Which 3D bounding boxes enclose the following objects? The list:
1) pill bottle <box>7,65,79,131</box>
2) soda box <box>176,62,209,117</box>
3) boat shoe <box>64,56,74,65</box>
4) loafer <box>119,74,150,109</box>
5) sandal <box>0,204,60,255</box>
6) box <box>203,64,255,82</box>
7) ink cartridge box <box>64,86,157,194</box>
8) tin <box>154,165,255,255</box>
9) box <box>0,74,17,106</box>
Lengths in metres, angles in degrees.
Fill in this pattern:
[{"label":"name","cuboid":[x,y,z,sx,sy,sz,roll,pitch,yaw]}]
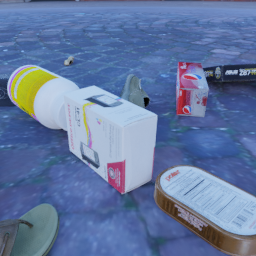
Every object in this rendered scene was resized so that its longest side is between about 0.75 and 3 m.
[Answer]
[{"label":"pill bottle","cuboid":[-2.382,-0.895,8.479,1.512,1.512,2.900,-23,36,-36]},{"label":"soda box","cuboid":[2.237,-1.503,10.111,0.939,1.037,2.962,4,29,7]},{"label":"boat shoe","cuboid":[-2.994,-3.459,14.567,0.295,0.326,0.916,14,38,11]},{"label":"loafer","cuboid":[0.182,-0.867,9.209,0.950,1.026,2.727,21,35,-7]},{"label":"sandal","cuboid":[-2.060,1.867,4.208,0.938,0.674,2.363,24,36,37]},{"label":"box","cuboid":[4.518,-2.217,11.262,2.718,0.668,2.191,-5,8,-8]},{"label":"ink cartridge box","cuboid":[-0.463,0.169,6.360,0.953,1.643,2.227,-22,34,-36]},{"label":"tin","cuboid":[1.546,1.424,5.317,1.311,0.490,2.342,-20,34,-40]},{"label":"box","cuboid":[-4.572,-1.336,9.849,1.328,0.986,0.711,-1,29,-4]}]
